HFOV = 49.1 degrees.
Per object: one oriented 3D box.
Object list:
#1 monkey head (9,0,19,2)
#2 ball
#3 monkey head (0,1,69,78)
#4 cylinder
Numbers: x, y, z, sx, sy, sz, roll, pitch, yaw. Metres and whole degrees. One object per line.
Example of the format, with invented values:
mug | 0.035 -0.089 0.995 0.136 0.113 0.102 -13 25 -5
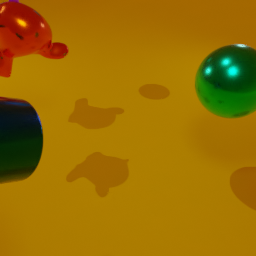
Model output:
monkey head | -2.646 -3.621 6.272 1.129 1.873 1.347 10 6 8
ball | 1.784 -0.785 4.797 1.252 1.252 1.252 0 40 0
monkey head | -1.947 -1.506 4.898 1.031 1.711 1.231 8 82 39
cylinder | -1.590 0.131 2.967 0.978 0.978 0.978 32 17 32
